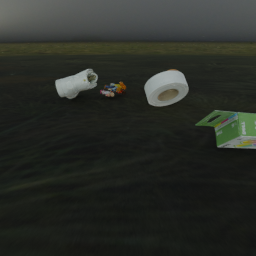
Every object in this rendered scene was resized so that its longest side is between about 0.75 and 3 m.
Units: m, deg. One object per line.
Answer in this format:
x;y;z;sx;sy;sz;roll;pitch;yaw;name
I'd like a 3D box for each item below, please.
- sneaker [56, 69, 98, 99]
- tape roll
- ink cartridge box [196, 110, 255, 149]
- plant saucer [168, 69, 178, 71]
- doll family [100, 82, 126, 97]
-1.898;-1.810;11.508;1.489;0.949;2.576;-16;12;4;sneaker
1.381;-1.399;10.152;1.539;0.538;1.539;-12;-24;-5;tape roll
2.518;0.081;6.050;1.830;0.543;0.950;4;-17;-11;ink cartridge box
1.809;-2.047;11.929;0.999;0.999;0.187;-5;34;-16;plant saucer
-0.555;-1.727;12.177;0.799;0.580;1.287;18;23;32;doll family
